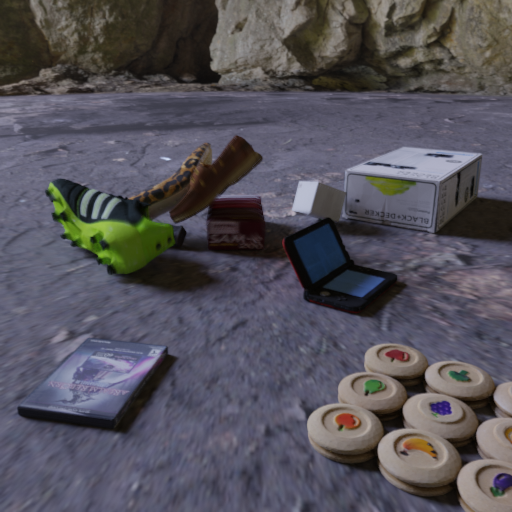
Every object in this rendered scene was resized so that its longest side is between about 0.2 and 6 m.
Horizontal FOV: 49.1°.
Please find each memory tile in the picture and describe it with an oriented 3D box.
[{"bbox_3d":[2.011,1.572,5.081,2.741,0.230,2.101,13,24,31],"label":"memory tile"}]

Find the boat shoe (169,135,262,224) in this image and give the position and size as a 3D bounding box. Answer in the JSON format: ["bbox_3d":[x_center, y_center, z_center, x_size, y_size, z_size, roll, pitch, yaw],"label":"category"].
[{"bbox_3d":[-0.825,-1.342,9.959,1.995,0.674,0.718,-38,8,16],"label":"boat shoe"}]

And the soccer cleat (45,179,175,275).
[{"bbox_3d":[-2.575,-0.618,9.627,1.278,1.065,3.154,-26,39,-31],"label":"soccer cleat"}]

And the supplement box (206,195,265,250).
[{"bbox_3d":[-0.383,-0.670,10.648,1.035,0.579,1.901,-1,19,-1],"label":"supplement box"}]

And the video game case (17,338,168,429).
[{"bbox_3d":[-1.670,1.299,5.972,1.019,0.135,1.427,4,20,11],"label":"video game case"}]

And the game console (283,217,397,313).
[{"bbox_3d":[1.264,0.083,8.190,1.264,0.870,1.466,13,25,33],"label":"game console"}]

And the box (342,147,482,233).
[{"bbox_3d":[3.569,-1.585,12.424,2.043,1.053,3.503,13,24,32],"label":"box"}]

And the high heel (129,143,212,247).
[{"bbox_3d":[-1.886,-1.346,10.686,1.742,0.873,2.444,11,61,14],"label":"high heel"}]

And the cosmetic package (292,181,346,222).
[{"bbox_3d":[1.265,-1.094,11.288,0.771,0.641,0.645,14,1,-33],"label":"cosmetic package"}]
